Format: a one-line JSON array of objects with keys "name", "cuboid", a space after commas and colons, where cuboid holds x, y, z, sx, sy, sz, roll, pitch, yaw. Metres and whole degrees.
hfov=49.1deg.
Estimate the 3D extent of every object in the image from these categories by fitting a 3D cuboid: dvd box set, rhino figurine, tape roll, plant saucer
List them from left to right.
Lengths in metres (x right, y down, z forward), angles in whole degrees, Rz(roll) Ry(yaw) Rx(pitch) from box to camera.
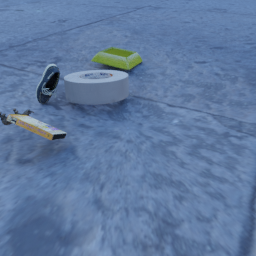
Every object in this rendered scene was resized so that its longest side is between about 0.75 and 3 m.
[{"name": "rhino figurine", "cuboid": [-2.845, -0.302, 7.189, 0.857, 0.375, 0.256, -15, 37, -15]}, {"name": "dvd box set", "cuboid": [-2.064, -0.021, 6.426, 1.128, 0.166, 0.825, 23, 3, 6]}, {"name": "tape roll", "cuboid": [-0.943, -1.287, 8.531, 1.942, 0.642, 1.942, -2, 23, 1]}, {"name": "plant saucer", "cuboid": [-0.391, -2.859, 11.194, 1.634, 0.391, 1.631, 17, 30, 16]}]

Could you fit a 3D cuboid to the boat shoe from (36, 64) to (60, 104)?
[{"name": "boat shoe", "cuboid": [-2.305, -1.197, 8.191, 0.504, 1.347, 0.416, 2, 39, -46]}]
